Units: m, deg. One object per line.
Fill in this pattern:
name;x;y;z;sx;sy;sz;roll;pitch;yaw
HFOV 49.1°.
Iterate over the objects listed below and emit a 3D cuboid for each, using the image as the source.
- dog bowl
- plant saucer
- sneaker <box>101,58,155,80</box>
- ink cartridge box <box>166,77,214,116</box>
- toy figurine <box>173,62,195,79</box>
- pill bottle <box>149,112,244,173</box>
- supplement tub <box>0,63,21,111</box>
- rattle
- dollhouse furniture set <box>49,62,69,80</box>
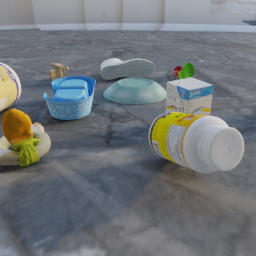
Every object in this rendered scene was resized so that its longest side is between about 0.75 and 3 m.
dog bowl;-2.012;-1.138;10.102;1.634;0.727;2.931;-1;25;-3
plant saucer;0.316;-1.661;11.644;2.691;0.518;2.691;0;24;0
sneaker;-0.079;-3.181;14.328;2.720;1.002;1.572;-4;28;-7
ink cartridge box;1.822;-0.701;8.525;0.991;1.370;1.009;-15;29;-26
toy figurine;2.652;-2.811;14.159;1.062;0.798;0.978;-39;25;-19
pill bottle;1.405;0.279;6.094;1.168;1.168;2.139;-11;11;-22
supplement tub;-4.824;-1.135;9.107;1.673;1.673;2.301;6;26;13
rattle;-2.763;-0.117;7.212;1.420;1.558;2.181;-17;30;8
dollhouse furniture set;-2.989;-2.575;13.159;0.765;0.896;1.728;-21;32;-34
